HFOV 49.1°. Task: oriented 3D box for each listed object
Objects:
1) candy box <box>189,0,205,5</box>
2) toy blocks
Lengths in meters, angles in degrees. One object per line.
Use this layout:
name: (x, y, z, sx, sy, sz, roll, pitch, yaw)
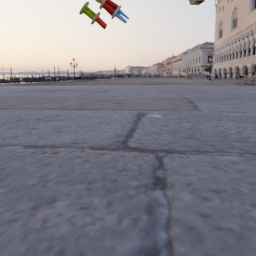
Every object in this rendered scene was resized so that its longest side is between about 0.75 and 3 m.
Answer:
candy box: (2.043, -4.457, 8.926, 0.286, 1.014, 0.592, -21, 3, 44)
toy blocks: (-0.754, -3.700, 9.144, 1.203, 1.444, 0.524, -42, 14, 50)
